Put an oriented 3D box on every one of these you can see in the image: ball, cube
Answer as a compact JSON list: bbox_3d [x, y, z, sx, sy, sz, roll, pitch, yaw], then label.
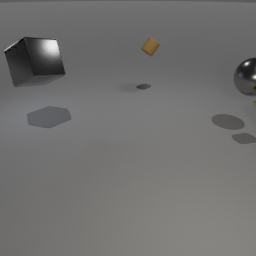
[{"bbox_3d":[4.597,-1.854,10.234,1.400,1.400,1.400,0,28,0],"label":"ball"},{"bbox_3d":[-3.405,-2.386,10.308,1.400,1.400,1.400,-13,3,38],"label":"cube"}]

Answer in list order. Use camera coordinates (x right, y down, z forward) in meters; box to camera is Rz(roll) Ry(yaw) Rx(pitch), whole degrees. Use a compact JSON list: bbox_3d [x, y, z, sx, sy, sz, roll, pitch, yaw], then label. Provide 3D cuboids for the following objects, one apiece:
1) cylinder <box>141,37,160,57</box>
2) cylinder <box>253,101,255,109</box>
[{"bbox_3d":[1.132,-4.100,14.142,0.700,0.700,0.700,34,6,-4],"label":"cylinder"},{"bbox_3d":[4.737,-0.745,9.492,0.700,0.700,0.700,-29,23,17],"label":"cylinder"}]
